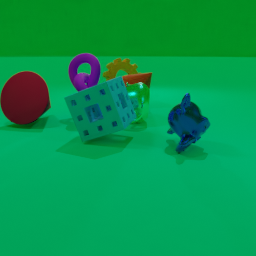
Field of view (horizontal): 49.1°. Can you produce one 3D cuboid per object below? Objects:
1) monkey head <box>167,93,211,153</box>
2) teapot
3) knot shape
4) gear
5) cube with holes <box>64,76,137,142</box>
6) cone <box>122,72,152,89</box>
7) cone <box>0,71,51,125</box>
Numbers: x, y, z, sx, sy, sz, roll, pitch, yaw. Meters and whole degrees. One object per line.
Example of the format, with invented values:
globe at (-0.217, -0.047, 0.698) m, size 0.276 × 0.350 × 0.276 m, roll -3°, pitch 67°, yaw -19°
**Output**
monkey head at (1.237, -0.043, 6.348) m, size 0.924 × 1.533 × 1.103 m, roll 41°, pitch 63°, yaw 16°
teapot at (0.172, -0.826, 8.618) m, size 0.965 × 1.226 × 1.971 m, roll 4°, pitch 44°, yaw 1°
knot shape at (-1.286, -1.238, 8.940) m, size 0.937 × 2.028 × 1.898 m, roll -9°, pitch 31°, yaw -16°
gear at (-0.196, -2.001, 11.724) m, size 1.779 × 1.779 × 0.329 m, roll -10°, pitch 3°, yaw -33°
cube with holes at (-0.635, -0.499, 6.964) m, size 1.148 × 1.148 × 1.148 m, roll -17°, pitch 11°, yaw 20°
cone at (0.515, -1.685, 10.334) m, size 1.383 × 1.383 × 1.388 m, roll -11°, pitch -15°, yaw -33°
cone at (-2.835, -0.792, 8.853) m, size 1.583 × 1.583 × 1.588 m, roll 4°, pitch -5°, yaw 14°
